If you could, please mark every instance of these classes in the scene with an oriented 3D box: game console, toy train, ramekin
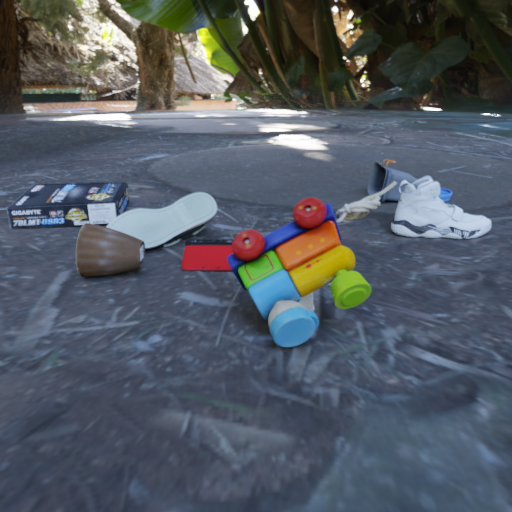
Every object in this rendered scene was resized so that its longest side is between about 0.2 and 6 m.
[{"bbox_3d":[-0.801,0.044,11.138,1.200,0.712,1.034,1,-12,4],"label":"game console"},{"bbox_3d":[1.148,0.030,8.002,2.835,1.200,1.640,-28,50,0],"label":"toy train"},{"bbox_3d":[0.584,0.692,8.953,0.702,0.342,0.702,0,19,0],"label":"ramekin"}]

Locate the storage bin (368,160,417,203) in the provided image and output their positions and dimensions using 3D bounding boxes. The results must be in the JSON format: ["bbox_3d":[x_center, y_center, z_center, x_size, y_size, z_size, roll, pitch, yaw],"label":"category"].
[{"bbox_3d":[4.008,-2.134,16.214,1.084,1.175,1.614,9,18,-5],"label":"storage bin"}]

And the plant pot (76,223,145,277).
[{"bbox_3d":[-2.610,-0.073,10.256,1.063,0.994,0.994,4,19,1],"label":"plant pot"}]

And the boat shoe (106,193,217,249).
[{"bbox_3d":[-2.050,-0.595,12.112,2.577,0.974,0.777,-17,-17,-25],"label":"boat shoe"}]

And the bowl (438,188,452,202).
[{"bbox_3d":[5.124,-1.793,16.391,1.142,0.224,1.142,0,18,0],"label":"bowl"}]

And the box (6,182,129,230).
[{"bbox_3d":[-4.739,-1.365,14.542,2.602,0.651,2.621,-1,19,-6],"label":"box"}]

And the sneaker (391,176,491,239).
[{"bbox_3d":[4.241,-1.098,12.695,2.250,1.293,0.845,1,19,2],"label":"sneaker"}]
